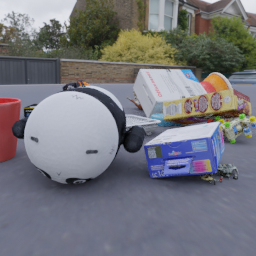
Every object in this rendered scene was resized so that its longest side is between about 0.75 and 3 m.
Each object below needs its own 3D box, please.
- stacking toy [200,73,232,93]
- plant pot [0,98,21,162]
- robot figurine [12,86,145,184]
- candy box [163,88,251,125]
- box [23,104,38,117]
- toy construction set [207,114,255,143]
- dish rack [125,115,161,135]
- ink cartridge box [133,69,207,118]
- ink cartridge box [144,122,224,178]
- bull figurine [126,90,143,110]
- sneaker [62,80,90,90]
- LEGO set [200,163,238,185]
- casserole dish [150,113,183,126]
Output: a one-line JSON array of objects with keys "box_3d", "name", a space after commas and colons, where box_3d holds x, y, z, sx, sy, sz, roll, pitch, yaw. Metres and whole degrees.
[{"box_3d": [3.841, -1.525, 14.813, 2.883, 2.106, 2.106, -23, 17, -14], "name": "stacking toy"}, {"box_3d": [-3.352, 0.040, 6.717, 1.595, 1.412, 1.595, 0, 11, 0], "name": "plant pot"}, {"box_3d": [-0.956, 0.058, 5.873, 2.148, 1.784, 2.858, -32, 7, 10], "name": "robot figurine"}, {"box_3d": [2.687, -0.660, 9.723, 2.597, 0.733, 1.515, -10, -13, 41], "name": "candy box"}, {"box_3d": [-3.743, -0.861, 13.533, 2.075, 0.512, 1.657, 0, 13, -1], "name": "box"}, {"box_3d": [3.186, -0.065, 8.747, 1.168, 0.820, 1.781, -23, 2, 6], "name": "toy construction set"}, {"box_3d": [-0.133, -0.079, 9.711, 1.871, 0.475, 2.180, -8, 14, -30], "name": "dish rack"}, {"box_3d": [1.969, -1.623, 13.019, 2.910, 1.227, 2.124, -5, 52, -24], "name": "ink cartridge box"}, {"box_3d": [1.191, 0.455, 5.791, 1.321, 0.739, 1.937, -10, 5, 26], "name": "ink cartridge box"}, {"box_3d": [0.854, -1.433, 15.106, 1.398, 0.750, 2.303, 37, -11, -20], "name": "bull figurine"}, {"box_3d": [-1.900, -0.699, 9.258, 1.001, 1.446, 2.581, -11, 20, 27], "name": "sneaker"}, {"box_3d": [1.872, 0.848, 5.589, 0.634, 0.277, 0.977, 7, 13, 32], "name": "LEGO set"}, {"box_3d": [1.771, -0.385, 11.492, 1.976, 0.383, 1.197, -6, 13, -30], "name": "casserole dish"}]
